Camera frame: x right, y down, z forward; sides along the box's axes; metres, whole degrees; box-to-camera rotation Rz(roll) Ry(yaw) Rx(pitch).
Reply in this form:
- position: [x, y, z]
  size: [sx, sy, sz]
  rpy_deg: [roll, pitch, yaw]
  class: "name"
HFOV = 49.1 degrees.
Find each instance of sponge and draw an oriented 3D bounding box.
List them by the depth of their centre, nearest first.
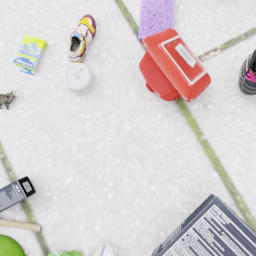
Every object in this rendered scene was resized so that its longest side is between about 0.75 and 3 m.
- position: [0.972, -3.814, 9.298]
  size: [1.151, 0.308, 2.063]
  rpy_deg: [4, 80, 0]
  class: "sponge"

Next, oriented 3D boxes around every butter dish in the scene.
- position: [1.140, -1.607, 8.298]
  size: [2.129, 1.574, 2.123]
  rpy_deg: [52, 43, -1]
  class: "butter dish"

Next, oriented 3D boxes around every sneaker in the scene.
- position: [-0.605, 4.630, 7.494]
  size: [1.455, 1.093, 2.921]
  rpy_deg: [14, 78, -17]
  class: "sneaker"
- position: [3.594, -1.634, 7.518]
  size: [0.958, 2.596, 1.136]
  rpy_deg: [29, 60, 11]
  class: "sneaker"
- position: [-1.459, -2.928, 8.881]
  size: [0.653, 0.785, 1.742]
  rpy_deg: [14, 80, 3]
  class: "sneaker"

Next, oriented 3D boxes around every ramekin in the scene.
- position: [-1.556, -1.558, 8.764]
  size: [0.983, 0.516, 0.983]
  rpy_deg: [0, 79, 0]
  class: "ramekin"

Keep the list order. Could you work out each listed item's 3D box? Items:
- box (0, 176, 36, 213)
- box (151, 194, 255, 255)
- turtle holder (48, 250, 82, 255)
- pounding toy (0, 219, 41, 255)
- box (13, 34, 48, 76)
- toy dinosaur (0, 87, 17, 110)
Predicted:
- position: [-3.324, 1.906, 7.877]
  size: [1.129, 0.835, 0.589]
  rpy_deg: [-28, 89, -2]
  class: "box"
- position: [2.226, 3.372, 7.007]
  size: [2.412, 1.499, 2.432]
  rpy_deg: [-45, 74, 3]
  class: "box"
- position: [-2.237, 4.422, 7.024]
  size: [1.957, 1.829, 2.576]
  rpy_deg: [-20, 39, 17]
  class: "turtle holder"
- position: [-3.730, 3.665, 7.428]
  size: [1.998, 1.201, 2.588]
  rpy_deg: [16, 80, 3]
  class: "pounding toy"
- position: [-3.174, -2.365, 9.038]
  size: [0.730, 0.285, 1.197]
  rpy_deg: [18, 79, 4]
  class: "box"
- position: [-3.944, -0.881, 8.758]
  size: [1.065, 0.410, 0.544]
  rpy_deg: [-6, 66, 6]
  class: "toy dinosaur"
